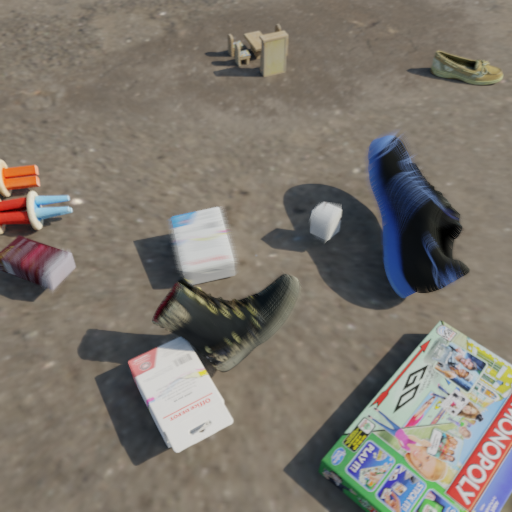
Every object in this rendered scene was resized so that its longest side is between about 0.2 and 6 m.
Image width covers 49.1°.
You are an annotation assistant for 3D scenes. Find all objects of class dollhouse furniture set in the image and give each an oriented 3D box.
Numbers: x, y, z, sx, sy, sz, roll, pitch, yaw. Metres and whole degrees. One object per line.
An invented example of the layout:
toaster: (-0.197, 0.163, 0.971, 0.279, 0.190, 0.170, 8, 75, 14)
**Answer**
dollhouse furniture set: (0.170, -5.421, 14.222, 1.409, 0.998, 1.534, -17, 51, -15)

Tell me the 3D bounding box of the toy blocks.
toy blocks: (-4.587, -1.170, 10.699, 2.075, 0.754, 1.730, -7, 50, -6)

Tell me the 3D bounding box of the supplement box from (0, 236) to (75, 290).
supplement box: (-3.737, 0.103, 9.474, 1.154, 0.351, 0.628, 18, 45, 18)

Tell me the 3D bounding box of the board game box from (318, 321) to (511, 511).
board game box: (2.610, 2.480, 7.744, 2.044, 0.442, 3.037, 34, 57, 27)

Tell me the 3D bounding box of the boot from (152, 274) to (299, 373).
boot: (-0.439, 0.727, 8.079, 1.431, 1.895, 0.684, 36, 20, -21)

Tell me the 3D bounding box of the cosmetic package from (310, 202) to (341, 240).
cosmetic package: (1.245, -0.622, 10.018, 0.397, 0.482, 0.397, 28, 48, 30)

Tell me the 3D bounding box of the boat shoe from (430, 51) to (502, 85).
boat shoe: (5.246, -4.685, 13.882, 1.723, 0.542, 0.629, 16, 51, 14)

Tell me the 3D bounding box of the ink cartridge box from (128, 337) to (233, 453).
ink cartridge box: (-1.076, 2.047, 8.042, 0.942, 0.546, 1.618, -23, 51, -19)

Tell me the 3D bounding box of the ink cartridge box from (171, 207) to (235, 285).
ink cartridge box: (-0.931, -0.165, 9.836, 0.881, 0.516, 1.219, -12, 57, -7)

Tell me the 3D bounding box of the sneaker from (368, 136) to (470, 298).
sneaker: (2.805, -0.861, 9.686, 1.237, 1.114, 3.177, -21, 60, 33)
